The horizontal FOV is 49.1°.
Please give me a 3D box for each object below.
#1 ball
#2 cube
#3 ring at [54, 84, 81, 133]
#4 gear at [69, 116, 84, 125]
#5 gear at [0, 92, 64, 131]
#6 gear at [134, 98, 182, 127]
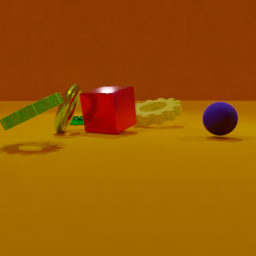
[{"bbox_3d":[2.154,-0.213,6.559,0.792,0.792,0.792,0,6,0],"label":"ball"},{"bbox_3d":[-0.508,-0.509,7.581,1.070,1.070,1.070,4,18,32],"label":"cube"},{"bbox_3d":[-1.593,-0.516,7.440,0.277,1.383,1.383,22,5,-4],"label":"ring"},{"bbox_3d":[-1.784,-0.283,10.192,1.337,0.247,1.337,0,6,0],"label":"gear"},{"bbox_3d":[-1.855,-0.328,5.459,1.218,0.225,1.218,-25,10,5],"label":"gear"},{"bbox_3d":[0.867,-0.557,9.352,1.806,0.334,1.806,-11,20,4],"label":"gear"}]
